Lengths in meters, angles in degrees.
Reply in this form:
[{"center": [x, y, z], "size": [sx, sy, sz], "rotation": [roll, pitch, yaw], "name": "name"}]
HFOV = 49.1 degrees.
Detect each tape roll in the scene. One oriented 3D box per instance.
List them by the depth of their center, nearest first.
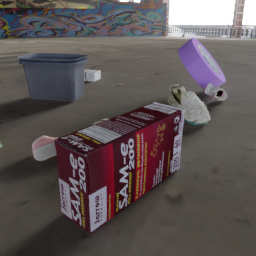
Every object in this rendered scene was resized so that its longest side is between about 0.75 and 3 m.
[{"center": [3.166, -2.696, 11.988], "size": [0.764, 2.328, 2.328], "rotation": [-37, 4, 29], "name": "tape roll"}]

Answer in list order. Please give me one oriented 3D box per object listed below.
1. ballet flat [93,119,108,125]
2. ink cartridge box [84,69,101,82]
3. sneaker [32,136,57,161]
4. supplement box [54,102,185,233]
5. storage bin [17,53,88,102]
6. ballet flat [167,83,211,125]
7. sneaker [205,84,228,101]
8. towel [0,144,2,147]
[{"center": [-0.382, 0.111, 7.057], "size": [0.733, 0.733, 2.111], "rotation": [-19, 29, -40], "name": "ballet flat"}, {"center": [-2.057, -2.718, 14.426], "size": [1.096, 0.459, 0.795], "rotation": [7, 23, 17], "name": "ink cartridge box"}, {"center": [-1.706, 0.364, 6.721], "size": [1.208, 0.455, 0.632], "rotation": [-15, 31, -24], "name": "sneaker"}, {"center": [0.003, 0.522, 5.058], "size": [0.786, 1.405, 2.582], "rotation": [19, 30, 38], "name": "supplement box"}, {"center": [-2.828, -2.037, 11.104], "size": [2.487, 1.671, 1.810], "rotation": [6, 23, 14], "name": "storage bin"}, {"center": [1.884, -0.910, 9.390], "size": [0.931, 0.931, 2.595], "rotation": [-5, 23, -12], "name": "ballet flat"}, {"center": [3.416, -1.256, 10.512], "size": [1.217, 0.495, 0.537], "rotation": [10, 18, -40], "name": "sneaker"}, {"center": [-4.135, 0.543, 6.660], "size": [1.738, 0.203, 1.325], "rotation": [6, 23, 11], "name": "towel"}]
